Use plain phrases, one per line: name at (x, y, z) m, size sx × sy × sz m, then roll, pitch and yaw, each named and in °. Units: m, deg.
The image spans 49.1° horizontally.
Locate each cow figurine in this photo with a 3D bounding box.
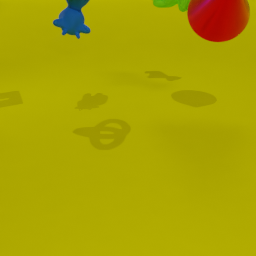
cow figurine at (-1.132, -2.910, 6.194) m, size 0.859 × 1.540 × 1.565 m, roll 7°, pitch -18°, yaw -20°
cow figurine at (1.497, -4.207, 8.994) m, size 1.425 × 0.795 × 1.448 m, roll 1°, pitch 38°, yaw -11°

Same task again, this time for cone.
cone at (2.177, -2.923, 6.190) m, size 1.520 × 1.520 × 1.526 m, roll 2°, pitch -5°, yaw 5°
